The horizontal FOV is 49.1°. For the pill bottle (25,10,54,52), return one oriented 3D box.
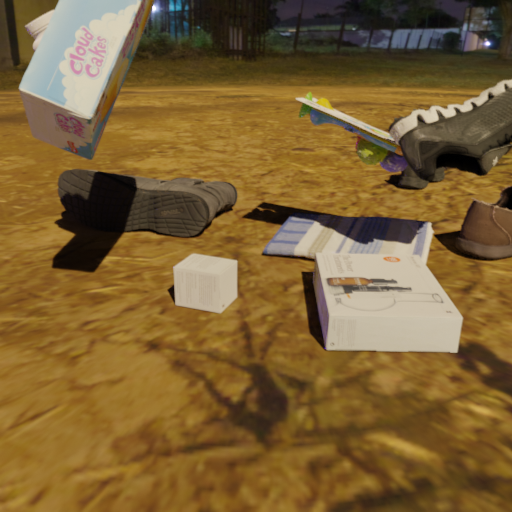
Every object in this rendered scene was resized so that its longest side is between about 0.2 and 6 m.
[{"bbox_3d":[-2.501,-2.600,7.286,0.576,1.025,0.576,-23,28,13],"label":"pill bottle"}]

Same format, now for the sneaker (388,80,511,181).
[{"bbox_3d":[3.236,-1.702,7.759,2.562,1.159,0.851,-17,-17,9],"label":"sneaker"}]

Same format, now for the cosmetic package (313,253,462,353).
[{"bbox_3d":[1.649,0.557,7.593,1.591,0.545,2.111,3,21,0],"label":"cosmetic package"}]

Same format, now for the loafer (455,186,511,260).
[{"bbox_3d":[4.963,-0.728,10.107,3.119,1.107,1.139,-13,25,-31],"label":"loafer"}]

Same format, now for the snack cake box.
[{"bbox_3d":[-1.846,-2.451,6.454,0.777,2.314,1.331,21,-14,-13],"label":"snack cake box"}]

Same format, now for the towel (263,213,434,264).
[{"bbox_3d":[1.727,-0.284,10.088,2.766,0.329,2.032,5,24,18],"label":"towel"}]

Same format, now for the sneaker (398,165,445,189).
[{"bbox_3d":[4.412,-2.407,14.645,0.848,1.014,2.234,10,22,30],"label":"sneaker"}]

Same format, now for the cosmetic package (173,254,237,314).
[{"bbox_3d":[-0.709,0.382,7.927,0.722,0.604,0.601,9,22,20],"label":"cosmetic package"}]

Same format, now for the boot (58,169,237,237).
[{"bbox_3d":[-2.200,-1.200,11.684,3.287,1.147,2.164,15,20,9],"label":"boot"}]

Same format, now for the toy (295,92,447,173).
[{"bbox_3d":[1.819,-1.841,9.123,2.527,0.597,1.455,31,22,8],"label":"toy"}]
